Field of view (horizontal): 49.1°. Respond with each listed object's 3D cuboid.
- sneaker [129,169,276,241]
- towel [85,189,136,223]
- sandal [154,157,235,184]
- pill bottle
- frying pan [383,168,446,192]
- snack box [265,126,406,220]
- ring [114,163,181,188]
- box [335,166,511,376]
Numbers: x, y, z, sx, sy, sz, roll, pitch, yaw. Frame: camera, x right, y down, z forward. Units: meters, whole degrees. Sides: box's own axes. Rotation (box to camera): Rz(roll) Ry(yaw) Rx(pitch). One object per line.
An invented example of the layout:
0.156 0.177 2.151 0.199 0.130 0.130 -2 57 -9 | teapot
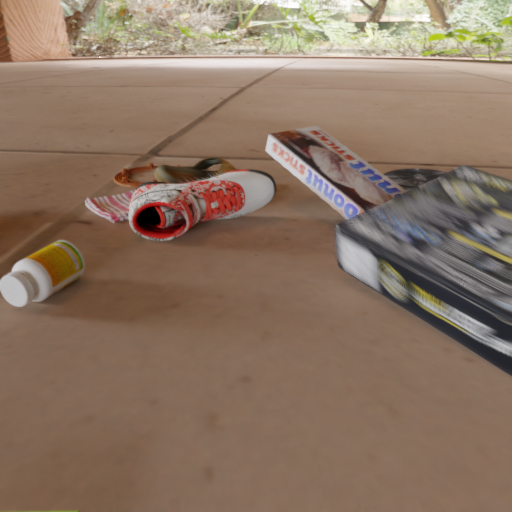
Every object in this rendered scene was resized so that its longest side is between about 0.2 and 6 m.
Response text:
-0.925 -0.864 9.950 2.686 0.897 1.439 -5 25 -2 | sneaker
-2.451 -1.063 11.156 1.569 0.235 1.148 -20 31 -36 | towel
-0.975 -1.769 11.879 2.396 0.647 0.962 0 33 -35 | sandal
-2.951 0.253 7.738 0.616 0.616 1.108 9 26 20 | pill bottle
4.031 -1.337 11.542 3.490 0.568 2.111 6 25 20 | frying pan
1.719 -1.314 10.239 1.292 0.437 3.593 -17 47 -33 | snack box
-2.437 -1.918 13.177 1.801 0.173 1.801 1 24 0 | ring
3.157 -0.005 7.317 2.759 0.840 3.423 -27 36 -23 | box
